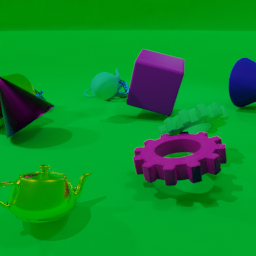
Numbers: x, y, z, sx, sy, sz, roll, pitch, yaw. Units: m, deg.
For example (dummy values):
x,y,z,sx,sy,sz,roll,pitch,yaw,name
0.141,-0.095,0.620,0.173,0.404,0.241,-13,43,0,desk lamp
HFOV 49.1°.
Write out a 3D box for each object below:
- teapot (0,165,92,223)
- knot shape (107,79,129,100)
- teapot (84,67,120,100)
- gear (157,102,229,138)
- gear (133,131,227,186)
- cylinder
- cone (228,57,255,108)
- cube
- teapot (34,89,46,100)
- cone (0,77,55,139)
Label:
x,y,z,sx,sy,sz,roll,pitch,yaw,name
-1.192,0.909,4.085,1.509,0.739,0.938,4,0,-37,teapot
-0.505,-1.478,10.642,1.236,0.611,1.321,-13,25,-30,knot shape
-0.673,-1.273,8.057,1.356,0.843,0.664,-37,68,-14,teapot
1.370,-0.038,5.968,1.467,1.467,0.271,-8,66,-20,gear
0.894,0.479,4.969,1.579,0.292,1.579,-10,18,3,gear
-3.461,-0.748,7.733,1.327,1.327,1.327,14,25,33,cylinder
4.292,-1.363,8.623,1.644,1.644,1.650,-16,18,-35,cone
0.828,-1.370,8.269,1.349,1.349,1.349,15,31,3,cube
-2.930,-0.950,9.031,0.586,1.197,0.744,-47,37,-6,teapot
-2.761,-0.708,6.802,1.390,1.395,1.390,-33,12,8,cone
